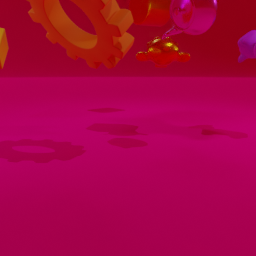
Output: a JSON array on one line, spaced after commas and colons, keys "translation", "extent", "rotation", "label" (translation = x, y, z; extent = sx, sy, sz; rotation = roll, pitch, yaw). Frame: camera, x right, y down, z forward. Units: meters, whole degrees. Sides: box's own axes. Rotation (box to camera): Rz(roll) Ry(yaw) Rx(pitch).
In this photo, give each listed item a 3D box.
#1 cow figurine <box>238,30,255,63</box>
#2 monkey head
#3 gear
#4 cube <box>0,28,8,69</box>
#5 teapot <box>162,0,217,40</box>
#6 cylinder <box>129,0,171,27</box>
[{"translation": [3.416, -1.826, 6.883], "extent": [0.834, 1.519, 1.495], "rotation": [-36, -13, 1], "label": "cow figurine"}, {"translation": [0.816, -1.694, 6.665], "extent": [1.240, 0.892, 0.747], "rotation": [2, 45, 3], "label": "monkey head"}, {"translation": [-0.872, -1.896, 4.766], "extent": [2.052, 2.052, 0.380], "rotation": [11, 59, 44], "label": "gear"}, {"translation": [-3.626, -2.109, 7.262], "extent": [0.762, 0.762, 0.762], "rotation": [8, -27, -11], "label": "cube"}, {"translation": [1.136, -2.170, 5.248], "extent": [0.723, 0.918, 1.477], "rotation": [-20, -13, -29], "label": "teapot"}, {"translation": [0.807, -4.325, 10.202], "extent": [1.144, 1.144, 1.144], "rotation": [-12, 17, -38], "label": "cylinder"}]
